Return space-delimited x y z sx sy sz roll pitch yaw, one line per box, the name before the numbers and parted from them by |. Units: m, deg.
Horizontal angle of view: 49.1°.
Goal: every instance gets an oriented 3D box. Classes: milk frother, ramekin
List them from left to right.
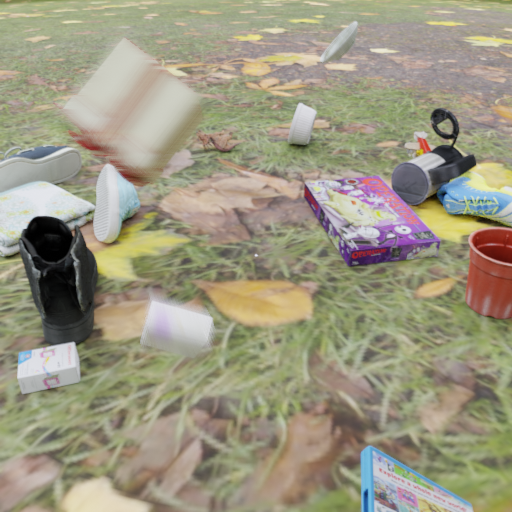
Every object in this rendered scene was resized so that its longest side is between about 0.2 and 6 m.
ramekin | 1.420 -3.944 16.999 0.586 1.258 1.258 17 34 6
milk frother | 4.267 -2.486 13.850 1.740 1.669 1.850 -27 84 -36

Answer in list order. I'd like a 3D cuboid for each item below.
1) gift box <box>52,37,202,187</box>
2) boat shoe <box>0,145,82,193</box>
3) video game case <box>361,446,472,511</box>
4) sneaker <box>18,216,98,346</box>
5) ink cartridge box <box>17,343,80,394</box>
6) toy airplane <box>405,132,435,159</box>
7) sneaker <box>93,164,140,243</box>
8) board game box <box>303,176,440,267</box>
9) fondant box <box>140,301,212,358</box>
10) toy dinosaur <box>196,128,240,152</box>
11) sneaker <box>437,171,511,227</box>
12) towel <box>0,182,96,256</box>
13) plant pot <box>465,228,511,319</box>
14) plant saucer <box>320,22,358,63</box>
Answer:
gift box | -2.114 -2.335 9.359 1.759 1.780 1.907 38 -1 4
boat shoe | -5.854 -2.230 14.298 0.937 1.134 3.030 18 35 24
video game case | 1.751 3.208 5.764 1.563 0.194 2.184 32 31 -9
sneaker | -3.424 0.051 9.827 1.160 2.015 3.863 -9 34 -15
ink cartridge box | -3.212 1.733 8.711 0.859 0.364 0.621 -9 33 -16
toy airplane | 4.716 -3.068 16.055 0.966 0.681 0.961 36 50 -4
sneaker | -3.102 -1.176 12.911 1.006 0.908 2.456 20 40 -29
board game box | 2.507 -0.914 12.861 2.021 0.544 3.367 -3 32 -13
fondant box | -1.021 0.943 7.008 0.746 1.034 0.301 17 63 -9
toy dinosaur | -1.125 -3.367 16.724 1.285 0.552 0.871 28 48 16
sneaker | 5.151 -1.130 12.983 1.260 0.908 2.398 -24 33 -10
towel | -5.198 -0.907 12.758 2.052 0.577 2.398 27 41 31
plant pot | 4.367 0.354 10.058 1.305 1.269 1.305 0 32 0
plant saucer | 1.845 -4.530 12.073 0.273 1.089 1.089 39 28 -17
